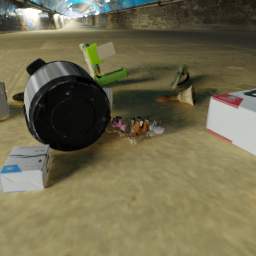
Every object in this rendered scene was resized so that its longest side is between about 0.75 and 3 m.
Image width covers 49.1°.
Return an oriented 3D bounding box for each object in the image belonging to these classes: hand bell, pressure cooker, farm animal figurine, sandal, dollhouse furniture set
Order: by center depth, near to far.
[{"bbox_3d":[-1.648,-0.674,7.362,2.041,2.010,2.285,0,26,-25],"label":"pressure cooker"},{"bbox_3d":[0.127,0.071,7.535,1.319,0.688,1.304,12,13,42],"label":"farm animal figurine"},{"bbox_3d":[1.741,-1.133,10.495,1.427,0.743,0.743,-4,20,23],"label":"hand bell"},{"bbox_3d":[2.455,-2.262,12.806,0.624,0.868,2.186,23,35,9],"label":"sandal"},{"bbox_3d":[-1.200,-3.190,13.016,1.365,1.782,2.720,-21,22,-9],"label":"dollhouse furniture set"}]

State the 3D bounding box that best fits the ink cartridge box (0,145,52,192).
[{"bbox_3d":[-2.138,0.763,6.074,0.814,0.476,1.403,-3,24,-7],"label":"ink cartridge box"}]

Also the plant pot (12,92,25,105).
[{"bbox_3d":[-3.707,-1.172,10.877,1.468,0.202,1.468,0,24,0],"label":"plant pot"}]

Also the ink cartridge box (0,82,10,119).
[{"bbox_3d":[-4.882,-0.881,8.977,1.595,1.159,1.154,10,26,22],"label":"ink cartridge box"}]

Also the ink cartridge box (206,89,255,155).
[{"bbox_3d":[3.857,-0.329,7.812,2.611,1.081,1.903,-12,26,-26],"label":"ink cartridge box"}]

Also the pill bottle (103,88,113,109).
[{"bbox_3d":[-1.491,-0.982,9.370,1.846,1.036,1.036,4,24,8],"label":"pill bottle"}]
